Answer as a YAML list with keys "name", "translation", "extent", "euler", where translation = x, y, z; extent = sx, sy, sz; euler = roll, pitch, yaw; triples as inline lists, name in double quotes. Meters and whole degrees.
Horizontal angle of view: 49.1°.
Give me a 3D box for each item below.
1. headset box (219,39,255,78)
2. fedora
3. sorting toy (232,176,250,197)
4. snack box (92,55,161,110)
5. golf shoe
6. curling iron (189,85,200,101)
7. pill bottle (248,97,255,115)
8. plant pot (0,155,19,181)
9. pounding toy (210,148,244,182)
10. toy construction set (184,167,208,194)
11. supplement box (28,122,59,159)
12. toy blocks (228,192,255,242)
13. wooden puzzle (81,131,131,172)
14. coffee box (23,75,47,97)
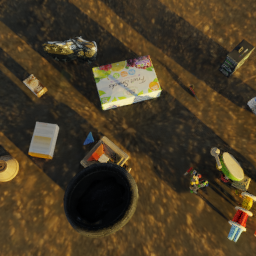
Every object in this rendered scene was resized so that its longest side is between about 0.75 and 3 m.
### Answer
- name: "headset box"
  translation: [4.537, -2.911, 11.729]
  extent: [1.114, 1.279, 0.593]
  euler: [-43, 77, -12]
- name: "fedora"
  translation: [-0.888, 2.517, 9.962]
  extent: [2.672, 1.220, 2.672]
  euler: [-3, 74, 9]
- name: "sorting toy"
  translation: [4.278, 2.183, 10.718]
  extent: [0.601, 0.108, 0.807]
  euler: [26, 75, 5]
- name: "snack box"
  translation: [-0.069, -1.905, 11.728]
  extent: [2.482, 0.657, 1.765]
  euler: [-15, 73, -5]
- name: "golf shoe"
  translation: [-2.496, -3.481, 12.225]
  extent: [2.351, 0.914, 1.111]
  euler: [11, 59, -1]
- name: "curling iron"
  translation: [2.833, -1.498, 11.871]
  extent: [0.200, 0.103, 0.807]
  euler: [-28, 75, 21]
- name: "pill bottle"
  translation: [5.494, -0.689, 11.317]
  extent: [0.705, 0.705, 1.240]
  euler: [-27, 74, -8]
- name: "plant pot"
  translation: [-4.773, 1.514, 10.737]
  extent: [1.001, 0.462, 1.001]
  euler: [0, 72, -1]
- name: "pounding toy"
  translation: [3.596, 1.510, 10.559]
  extent: [1.478, 0.686, 1.141]
  euler: [31, 37, -22]
- name: "toy construction set"
  translation: [2.473, 2.021, 10.535]
  extent: [0.699, 0.759, 0.910]
  euler: [-43, 56, 0]
- name: "supplement box"
  translation: [-3.303, 0.485, 11.047]
  extent: [0.839, 0.490, 1.332]
  euler: [9, 72, 3]
- name: "toy blocks"
  translation: [4.430, 3.420, 10.032]
  extent: [1.449, 0.631, 1.738]
  euler: [29, 76, 8]
- name: "wooden puzzle"
  translation: [-0.892, 1.238, 10.926]
  extent: [2.336, 0.273, 1.576]
  euler: [32, 75, 10]
- name: "coffee box"
  translation: [-3.916, -1.781, 11.854]
  extent: [0.871, 0.347, 0.498]
  euler: [42, 77, 12]
